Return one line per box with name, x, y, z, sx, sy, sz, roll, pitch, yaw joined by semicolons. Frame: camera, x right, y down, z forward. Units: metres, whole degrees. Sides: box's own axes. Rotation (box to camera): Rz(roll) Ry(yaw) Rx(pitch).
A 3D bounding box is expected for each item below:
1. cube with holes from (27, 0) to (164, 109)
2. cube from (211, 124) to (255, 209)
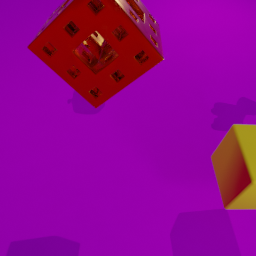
cube with holes;-0.289;-1.004;3.016;0.931;0.931;0.931;-32;32;26
cube;2.038;0.629;4.399;0.990;0.990;0.990;2;53;-7
